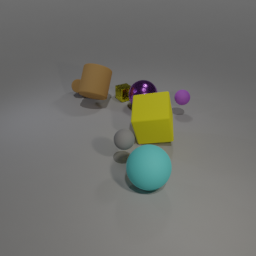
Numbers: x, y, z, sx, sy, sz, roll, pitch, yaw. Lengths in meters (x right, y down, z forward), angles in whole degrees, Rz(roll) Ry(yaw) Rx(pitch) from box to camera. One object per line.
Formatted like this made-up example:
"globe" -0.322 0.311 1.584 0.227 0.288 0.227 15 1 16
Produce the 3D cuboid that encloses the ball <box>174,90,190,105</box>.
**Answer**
"ball" 2.453 -1.381 12.642 0.700 0.700 0.700 0 31 0

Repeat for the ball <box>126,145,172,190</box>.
"ball" 0.642 1.212 8.651 1.400 1.400 1.400 0 31 0

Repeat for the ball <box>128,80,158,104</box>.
"ball" 0.719 -1.582 13.334 1.400 1.400 1.400 0 31 0

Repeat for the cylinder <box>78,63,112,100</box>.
"cylinder" -1.567 -2.194 13.442 1.400 1.400 1.400 11 -6 1

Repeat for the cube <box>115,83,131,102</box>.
"cube" -0.194 -1.844 14.561 0.700 0.700 0.700 -17 34 -27

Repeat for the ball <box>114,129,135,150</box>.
"ball" -0.127 0.380 9.270 0.700 0.700 0.700 0 31 0

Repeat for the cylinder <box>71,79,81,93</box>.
"cylinder" -2.503 -2.192 14.676 0.700 0.700 0.700 7 8 12

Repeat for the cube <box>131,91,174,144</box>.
"cube" 0.973 -0.378 10.803 1.400 1.400 1.400 -5 49 13
